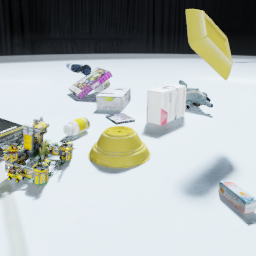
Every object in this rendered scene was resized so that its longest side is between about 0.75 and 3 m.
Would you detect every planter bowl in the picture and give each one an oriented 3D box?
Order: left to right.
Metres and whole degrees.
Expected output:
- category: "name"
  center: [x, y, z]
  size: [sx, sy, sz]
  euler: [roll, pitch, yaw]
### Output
- category: "planter bowl"
  center: [-0.250, 0.421, 8.322]
  size: [1.894, 0.789, 1.894]
  euler: [1, 18, 0]

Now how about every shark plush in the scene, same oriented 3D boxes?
- category: "shark plush"
  center: [3.145, -1.295, 13.568]
  size: [1.076, 1.174, 2.584]
  euler: [-49, 47, -7]

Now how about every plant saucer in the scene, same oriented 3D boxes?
- category: "plant saucer"
  center: [2.832, -2.946, 9.473]
  size: [0.507, 2.091, 2.090]
  euler: [-32, 39, 37]

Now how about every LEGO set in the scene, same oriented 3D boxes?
- category: "LEGO set"
  center: [-2.306, 0.457, 7.321]
  size: [1.550, 1.168, 2.016]
  euler: [16, 23, 18]

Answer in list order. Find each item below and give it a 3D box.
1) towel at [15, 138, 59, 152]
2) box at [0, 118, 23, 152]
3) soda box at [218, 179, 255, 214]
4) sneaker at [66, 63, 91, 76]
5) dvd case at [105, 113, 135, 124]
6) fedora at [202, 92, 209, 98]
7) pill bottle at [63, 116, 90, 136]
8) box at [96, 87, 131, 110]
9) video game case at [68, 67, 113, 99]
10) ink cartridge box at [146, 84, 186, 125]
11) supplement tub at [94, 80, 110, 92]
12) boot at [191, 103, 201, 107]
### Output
- category: "towel"
  center: [-3.128, 0.542, 8.928]
  size: [1.534, 0.179, 1.170]
  euler: [9, 21, 28]
- category: "box"
  center: [-4.586, 0.374, 8.506]
  size: [1.840, 0.568, 2.304]
  euler: [12, 28, 38]
- category: "soda box"
  center: [2.335, 1.451, 6.021]
  size: [0.288, 0.310, 0.906]
  euler: [-6, 20, -17]
- category: "sneaker"
  center: [-1.772, -2.197, 10.235]
  size: [0.425, 0.417, 1.102]
  euler: [25, 11, 33]
- category: "dvd case"
  center: [-0.338, -0.422, 11.854]
  size: [0.866, 0.093, 1.165]
  euler: [-9, 21, -25]
- category: "fedora"
  center: [4.095, -1.790, 15.476]
  size: [0.760, 0.343, 0.672]
  euler: [16, 25, 39]
- category: "pill bottle"
  center: [-1.848, -0.049, 10.058]
  size: [0.541, 0.541, 0.973]
  euler: [10, 21, 28]
- category: "box"
  center: [-0.668, -1.513, 14.138]
  size: [1.312, 0.676, 2.249]
  euler: [4, 20, 12]
- category: "video game case"
  center: [-2.229, -2.658, 16.274]
  size: [2.272, 0.407, 2.059]
  euler: [-38, 30, -11]
- category: "ink cartridge box"
  center: [1.612, -1.015, 11.639]
  size: [0.782, 1.343, 1.855]
  euler: [15, 24, 38]
- category: "supplement tub"
  center: [-1.674, -2.662, 17.279]
  size: [0.821, 0.821, 1.132]
  euler: [7, 19, 19]
- category: "boot"
  center: [3.673, -1.276, 14.146]
  size: [0.865, 0.278, 0.806]
  euler: [-5, 21, -28]
